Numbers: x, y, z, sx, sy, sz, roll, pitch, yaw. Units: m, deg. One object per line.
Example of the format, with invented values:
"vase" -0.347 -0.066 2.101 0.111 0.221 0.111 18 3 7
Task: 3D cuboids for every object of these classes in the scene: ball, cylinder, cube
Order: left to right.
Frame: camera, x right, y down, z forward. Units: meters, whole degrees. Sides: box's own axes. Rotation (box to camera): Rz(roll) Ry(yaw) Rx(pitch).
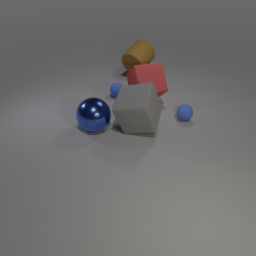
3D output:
"ball" -1.380 -0.528 11.246 1.400 1.400 1.400 0 32 0
"ball" -0.554 -1.904 13.952 0.700 0.700 0.700 0 32 0
"cube" 0.400 -0.750 10.978 1.400 1.400 1.400 -3 47 24
"cylinder" 0.585 -3.968 15.687 1.400 1.400 1.400 21 58 29
"cube" 0.885 -2.147 13.278 1.400 1.400 1.400 -11 -5 -16
"ball" 2.444 -0.677 12.031 0.700 0.700 0.700 0 32 0
